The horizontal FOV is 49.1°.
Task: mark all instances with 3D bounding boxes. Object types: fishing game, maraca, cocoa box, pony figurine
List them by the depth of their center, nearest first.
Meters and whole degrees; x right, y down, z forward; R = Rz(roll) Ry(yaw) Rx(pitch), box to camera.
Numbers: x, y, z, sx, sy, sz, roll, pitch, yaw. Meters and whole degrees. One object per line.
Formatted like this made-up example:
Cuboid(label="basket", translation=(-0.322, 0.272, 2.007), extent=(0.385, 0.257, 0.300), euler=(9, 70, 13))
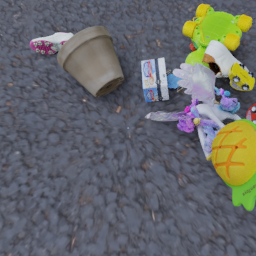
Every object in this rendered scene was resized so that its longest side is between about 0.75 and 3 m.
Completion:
Cuboid(label="maraca", translation=(2.522, 0.733, 6.186), extent=(1.136, 1.456, 2.124), euler=(14, 44, -15))
Cuboid(label="pony figurine", translation=(2.365, -0.465, 8.800), extent=(2.849, 2.458, 2.951), euler=(2, 52, -36))
Cuboid(label="cocoa box", translation=(0.951, -1.696, 9.924), extent=(0.843, 0.857, 1.285), euler=(-6, 61, 8))
Cuboid(label="fishing game", translation=(1.665, -1.714, 10.387), extent=(0.752, 0.163, 1.050), euler=(-37, 58, -16))

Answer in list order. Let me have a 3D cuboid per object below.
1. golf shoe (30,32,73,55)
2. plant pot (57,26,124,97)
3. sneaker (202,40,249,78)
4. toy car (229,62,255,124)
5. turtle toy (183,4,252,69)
Cuboid(label="golf shoe", translation=(-2.911, -3.382, 11.066), extent=(1.820, 0.685, 0.833), euler=(-4, 53, -11))
Cuboid(label="plant pot", translation=(-1.101, -2.145, 9.771), extent=(2.070, 2.070, 1.796), euler=(-32, 83, -16))
Cuboid(label="sneaker", translation=(3.394, -2.042, 9.863), extent=(0.973, 2.299, 0.837), euler=(-58, 30, 5))
Cuboid(label="toy car", translation=(4.537, -1.248, 9.696), extent=(2.397, 0.568, 2.547), euler=(-27, 93, -30))
Cuboid(label="turtle toy", translation=(3.094, -3.206, 10.426), extent=(2.107, 1.461, 2.891), euler=(27, 66, 22))
